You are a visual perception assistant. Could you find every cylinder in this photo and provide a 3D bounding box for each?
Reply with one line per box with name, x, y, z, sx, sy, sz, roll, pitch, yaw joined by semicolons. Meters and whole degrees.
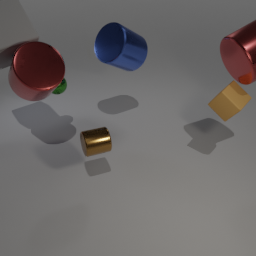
cylinder;-0.876;0.369;7.602;0.700;0.700;0.700;-12;34;-20
cylinder;-0.234;-2.850;10.002;1.400;1.400;1.400;25;12;34
cylinder;3.400;-2.064;7.337;1.400;1.400;1.400;-29;36;-1
cylinder;-2.691;-1.601;8.184;1.400;1.400;1.400;-19;2;-28

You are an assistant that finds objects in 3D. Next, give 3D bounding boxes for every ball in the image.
ball;-2.470;-1.510;9.710;0.700;0.700;0.700;0;31;0

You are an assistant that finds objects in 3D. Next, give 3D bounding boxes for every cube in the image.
cube;-3.732;-2.805;8.471;1.400;1.400;1.400;-30;1;-28
cube;2.825;-0.747;7.806;0.700;0.700;0.700;47;58;6
